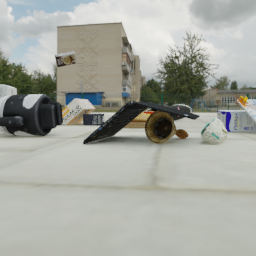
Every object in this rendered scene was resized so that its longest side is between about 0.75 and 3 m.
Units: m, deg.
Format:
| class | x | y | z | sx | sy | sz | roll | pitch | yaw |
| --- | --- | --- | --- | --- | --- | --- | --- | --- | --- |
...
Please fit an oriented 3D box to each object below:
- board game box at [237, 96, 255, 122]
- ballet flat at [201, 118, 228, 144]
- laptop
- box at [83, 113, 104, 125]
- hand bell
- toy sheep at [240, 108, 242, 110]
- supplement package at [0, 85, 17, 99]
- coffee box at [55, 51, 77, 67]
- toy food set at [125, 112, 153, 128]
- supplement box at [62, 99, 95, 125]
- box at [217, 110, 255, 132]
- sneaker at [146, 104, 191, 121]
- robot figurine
| class | x | y | z | sx | sy | sz | roll | pitch | yaw |
| --- | --- | --- | --- | --- | --- | --- | --- | --- | --- |
| board game box | 4.729 | -0.460 | 9.246 | 1.703 | 0.220 | 1.703 | -2 | 44 | -24 |
| ballet flat | 2.199 | 0.134 | 7.022 | 0.621 | 0.621 | 1.732 | 2 | 7 | 23 |
| laptop | 0.435 | -0.007 | 6.958 | 2.328 | 1.203 | 2.064 | -39 | -8 | 16 |
| box | -1.666 | -0.428 | 13.682 | 0.944 | 0.554 | 0.928 | 0 | 4 | 1 |
| hand bell | 1.173 | 0.077 | 7.186 | 0.799 | 0.799 | 1.534 | 3 | -6 | 37 |
| toy sheep | 4.639 | -0.370 | 11.362 | 0.823 | 0.823 | 1.194 | -2 | 10 | -25 |
| supplement package | -6.259 | -0.944 | 12.023 | 2.458 | 1.807 | 2.350 | 0 | 4 | -13 |
| coffee box | -3.053 | -3.365 | 13.710 | 0.950 | 0.537 | 0.379 | -17 | 35 | -16 |
| toy food set | 0.630 | -0.409 | 12.645 | 2.734 | 0.665 | 2.706 | -3 | 5 | -27 |
| supplement box | -2.555 | -0.820 | 14.162 | 1.218 | 0.711 | 1.933 | -42 | -4 | 12 |
| box | 4.096 | -0.267 | 10.218 | 1.392 | 0.730 | 1.280 | 1 | 5 | 5 |
| sneaker | 2.528 | -0.870 | 17.311 | 2.931 | 1.036 | 1.454 | -5 | 6 | 4 |
| robot figurine | -2.987 | -0.362 | 8.357 | 2.003 | 1.250 | 1.505 | 1 | -25 | 11 |
